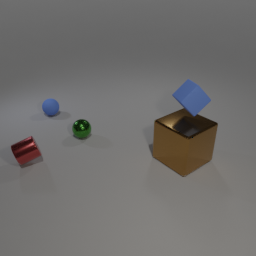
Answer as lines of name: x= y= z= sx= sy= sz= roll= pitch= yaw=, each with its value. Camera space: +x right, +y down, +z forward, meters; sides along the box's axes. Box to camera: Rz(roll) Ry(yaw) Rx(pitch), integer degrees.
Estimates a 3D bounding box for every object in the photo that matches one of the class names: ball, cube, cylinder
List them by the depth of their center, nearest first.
cube: x=1.895 y=-0.912 z=8.389 sx=0.700 sy=0.700 sz=0.700 roll=-45 pitch=28 yaw=9
cylinder: x=-3.179 y=0.703 z=8.773 sx=0.700 sy=0.700 sz=0.700 roll=-27 pitch=37 yaw=-13
cube: x=1.765 y=0.398 z=8.854 sx=1.400 sy=1.400 sz=1.400 roll=-22 pitch=36 yaw=-33
ball: x=-1.686 y=0.021 z=10.216 sx=0.700 sy=0.700 sz=0.700 roll=0 pitch=30 yaw=0
ball: x=-3.231 y=-0.885 z=11.714 sx=0.700 sy=0.700 sz=0.700 roll=0 pitch=30 yaw=0
